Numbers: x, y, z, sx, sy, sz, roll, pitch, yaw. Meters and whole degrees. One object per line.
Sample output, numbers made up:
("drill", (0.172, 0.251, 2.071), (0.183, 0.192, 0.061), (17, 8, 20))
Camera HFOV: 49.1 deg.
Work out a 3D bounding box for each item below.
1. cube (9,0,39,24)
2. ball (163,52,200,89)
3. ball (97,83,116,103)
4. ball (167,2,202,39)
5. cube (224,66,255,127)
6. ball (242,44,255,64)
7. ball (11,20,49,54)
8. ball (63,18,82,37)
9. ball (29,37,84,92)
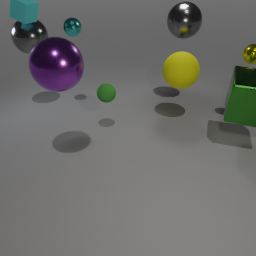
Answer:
("cube", (-3.726, -4.244, 10.055), (0.700, 0.700, 0.700), (26, 34, 9))
("ball", (2.041, -2.216, 10.791), (1.400, 1.400, 1.400), (0, 29, 0))
("ball", (-0.781, -1.268, 10.148), (0.700, 0.700, 0.700), (0, 29, 0))
("ball", (2.268, -4.321, 11.265), (1.400, 1.400, 1.400), (0, 29, 0))
("cube", (4.005, -1.012, 9.095), (1.400, 1.400, 1.400), (12, 40, 14))
("ball", (4.433, -2.618, 9.935), (0.700, 0.700, 0.700), (0, 29, 0))
("ball", (-3.876, -3.641, 11.093), (1.400, 1.400, 1.400), (0, 29, 0))
("ball", (-2.129, -3.864, 10.747), (0.700, 0.700, 0.700), (0, 29, 0))
("ball", (-1.852, -1.644, 7.308), (1.400, 1.400, 1.400), (0, 29, 0))
